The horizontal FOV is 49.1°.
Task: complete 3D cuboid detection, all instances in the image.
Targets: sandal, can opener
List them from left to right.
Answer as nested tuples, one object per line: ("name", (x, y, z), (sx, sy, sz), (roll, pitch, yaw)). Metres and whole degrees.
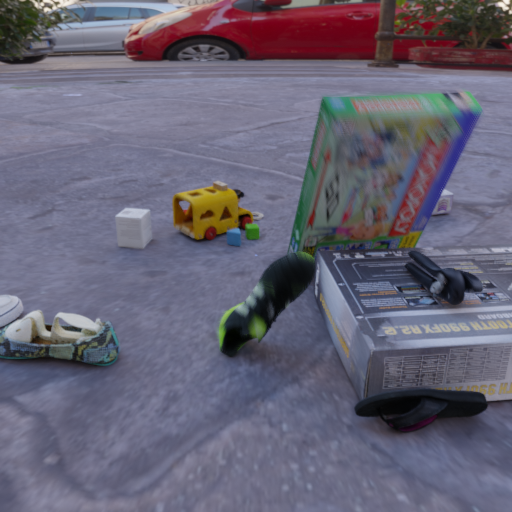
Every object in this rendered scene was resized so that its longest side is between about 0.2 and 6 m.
("sandal", (2.027, 1.887, 6.778), (1.635, 0.615, 0.391), (0, 51, -4))
("can opener", (2.560, 0.306, 8.049), (0.596, 0.481, 1.516), (14, 10, -20))

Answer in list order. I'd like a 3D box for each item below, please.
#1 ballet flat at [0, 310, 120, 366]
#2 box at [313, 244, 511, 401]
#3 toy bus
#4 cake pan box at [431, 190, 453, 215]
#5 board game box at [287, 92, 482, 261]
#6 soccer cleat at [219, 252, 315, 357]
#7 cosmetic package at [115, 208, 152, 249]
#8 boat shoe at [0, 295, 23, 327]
("ballet flat", (-3.013, 1.134, 8.248), (2.081, 0.773, 0.773), (2, 24, 5))
("box", (3.125, 0.858, 8.520), (3.955, 0.956, 3.132), (-3, 24, -6))
("toy bus", (-0.869, -1.126, 12.802), (1.984, 1.086, 2.102), (2, 24, 4))
("cake pan box", (3.583, -1.550, 14.401), (2.082, 0.591, 2.261), (-8, 25, -11))
("board game box", (2.019, -1.107, 9.778), (2.486, 3.695, 0.538), (-5, 51, -12))
("soccer cleat", (0.154, 0.737, 8.033), (0.676, 2.002, 0.811), (32, 33, -20))
("cosmetic package", (-2.635, -0.599, 12.097), (0.586, 0.704, 0.589), (4, 24, 9))
("boat shoe", (-4.800, 0.879, 8.834), (2.056, 0.676, 0.740), (-12, 27, -25))
